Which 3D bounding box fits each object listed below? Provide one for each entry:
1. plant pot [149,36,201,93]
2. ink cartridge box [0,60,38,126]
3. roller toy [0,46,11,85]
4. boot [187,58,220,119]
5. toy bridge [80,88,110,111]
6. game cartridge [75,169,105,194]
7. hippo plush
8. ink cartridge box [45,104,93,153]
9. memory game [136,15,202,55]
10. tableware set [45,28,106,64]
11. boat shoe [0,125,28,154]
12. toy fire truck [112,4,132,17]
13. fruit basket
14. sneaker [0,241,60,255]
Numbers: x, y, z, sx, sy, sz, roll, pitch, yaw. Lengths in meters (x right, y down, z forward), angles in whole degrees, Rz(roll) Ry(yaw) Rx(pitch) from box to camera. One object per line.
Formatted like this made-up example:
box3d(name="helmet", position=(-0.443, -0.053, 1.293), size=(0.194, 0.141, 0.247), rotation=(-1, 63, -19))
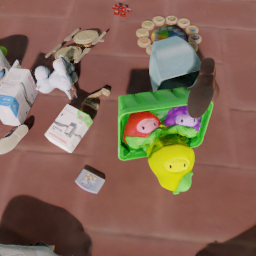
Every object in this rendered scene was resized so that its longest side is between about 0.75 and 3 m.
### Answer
box3d(name="plant pot", position=(1.554, -2.335, 10.277), size=(1.622, 1.627, 1.657), rotation=(-17, 76, -5))
box3d(name="ink cartridge box", position=(-3.940, -1.281, 10.124), size=(0.727, 1.243, 2.143), rotation=(9, 57, 6))
box3d(name="roller toy", position=(-5.462, -2.299, 10.808), size=(1.753, 1.225, 1.599), rotation=(-13, 50, 1))
box3d(name="boot", position=(2.380, -0.893, 8.564), size=(0.645, 2.007, 1.870), rotation=(16, 80, 22))
box3d(name="toy bridge", position=(-1.366, -0.900, 10.473), size=(0.586, 0.237, 1.744), rotation=(27, 61, 17))
box3d(name="game cartridge", position=(-1.219, 1.692, 8.822), size=(0.833, 0.173, 0.555), rotation=(24, 56, 15))
box3d(name="hippo plush", position=(-2.770, -1.839, 10.728), size=(1.363, 1.351, 1.696), rotation=(-12, 99, 12))
box3d(name="ink cartridge box", position=(-1.999, 0.015, 9.531), size=(0.975, 0.563, 1.340), rotation=(27, 72, 17))
box3d(name="memory game", position=(1.834, -4.167, 12.656), size=(2.991, 0.191, 2.991), rotation=(0, 57, 0))
box3d(name="tableware set", position=(-2.110, -3.400, 11.993), size=(1.656, 0.502, 2.505), rotation=(15, 51, 24))
box3d(name="boat shoe", position=(-4.014, 0.394, 9.617), size=(1.333, 0.484, 0.418), rotation=(-45, 24, -19))
box3d(name="toy fire truck", position=(-0.304, -5.748, 13.599), size=(0.841, 0.471, 0.706), rotation=(22, 35, 13))
box3d(name="fruit basket", position=(1.169, 0.338, 8.625), size=(3.179, 2.293, 3.179), rotation=(1, 42, -1))
box3d(name="sneaker", position=(-2.597, 3.424, 7.289), size=(2.663, 0.984, 1.056), rotation=(19, 49, 5))
